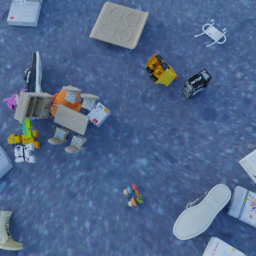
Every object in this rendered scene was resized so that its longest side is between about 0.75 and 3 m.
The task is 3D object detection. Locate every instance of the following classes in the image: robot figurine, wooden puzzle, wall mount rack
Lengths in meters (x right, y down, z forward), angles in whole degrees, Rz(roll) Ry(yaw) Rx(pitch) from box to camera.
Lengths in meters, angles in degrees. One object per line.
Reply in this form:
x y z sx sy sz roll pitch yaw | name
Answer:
-2.491 -0.950 11.221 1.115 0.904 1.550 36 71 -20 | robot figurine
-0.375 -4.574 12.664 2.206 0.511 2.044 17 72 10 | wooden puzzle
3.677 -4.159 12.473 1.125 0.483 1.294 -45 67 9 | wall mount rack

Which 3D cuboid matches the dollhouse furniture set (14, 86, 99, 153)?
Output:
-2.630 -0.476 10.289 2.370 1.542 2.177 23 104 16 | dollhouse furniture set

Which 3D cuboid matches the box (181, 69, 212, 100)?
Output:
2.767 -1.757 11.360 0.927 1.132 0.487 -31 75 -10 | box

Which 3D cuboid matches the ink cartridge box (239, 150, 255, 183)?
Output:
5.324 1.588 10.457 1.298 0.753 1.799 -32 75 -10 | ink cartridge box

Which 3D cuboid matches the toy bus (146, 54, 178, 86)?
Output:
1.495 -2.371 11.708 1.194 0.844 1.244 12 41 -38 | toy bus

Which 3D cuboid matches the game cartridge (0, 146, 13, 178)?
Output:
-5.539 1.127 10.821 2.082 0.421 1.388 41 73 12 | game cartridge

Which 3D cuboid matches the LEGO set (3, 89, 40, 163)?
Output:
-4.201 0.079 10.850 1.151 1.070 2.805 -11 78 0 | LEGO set

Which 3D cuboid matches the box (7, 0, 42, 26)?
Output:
-4.774 -5.547 13.039 1.294 0.342 1.660 4 71 2 | box

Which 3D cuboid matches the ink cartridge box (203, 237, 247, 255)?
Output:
3.326 4.532 9.572 1.385 0.582 1.003 29 74 9 | ink cartridge box

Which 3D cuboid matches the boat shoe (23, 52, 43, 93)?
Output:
-3.962 -2.041 11.582 0.730 0.915 2.421 -3 71 -8 | boat shoe

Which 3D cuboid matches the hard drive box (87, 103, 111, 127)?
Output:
-1.190 -0.532 11.398 0.618 0.305 0.793 37 76 12 | hard drive box

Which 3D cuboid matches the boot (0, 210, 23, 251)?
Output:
-4.310 3.586 9.916 1.554 0.566 1.208 13 72 8 | boot

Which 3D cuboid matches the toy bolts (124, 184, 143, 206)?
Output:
0.144 2.453 10.266 0.526 0.724 0.758 -25 55 -2 | toy bolts

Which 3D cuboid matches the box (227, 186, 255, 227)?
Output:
4.501 2.937 10.261 1.417 0.292 1.105 25 74 7 | box

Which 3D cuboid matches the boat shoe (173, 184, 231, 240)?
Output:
2.584 2.979 9.984 0.951 0.785 2.540 43 74 15 | boat shoe
